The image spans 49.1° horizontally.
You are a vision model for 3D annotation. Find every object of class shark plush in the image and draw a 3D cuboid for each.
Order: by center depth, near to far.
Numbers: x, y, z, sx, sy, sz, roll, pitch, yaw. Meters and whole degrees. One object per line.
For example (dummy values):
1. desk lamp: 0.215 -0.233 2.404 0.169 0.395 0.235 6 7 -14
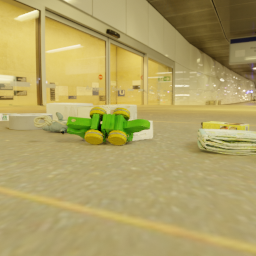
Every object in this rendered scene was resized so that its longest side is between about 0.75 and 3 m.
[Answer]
1. shark plush: -1.963 0.080 8.892 1.468 0.667 0.611 23 34 17

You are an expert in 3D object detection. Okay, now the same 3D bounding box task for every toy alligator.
1. toy alligator: -0.855 0.032 6.918 2.844 0.843 0.772 1 -34 9

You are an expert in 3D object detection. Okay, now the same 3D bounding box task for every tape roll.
1. tape roll: -3.630 -0.258 10.525 1.573 0.520 1.573 -1 5 0

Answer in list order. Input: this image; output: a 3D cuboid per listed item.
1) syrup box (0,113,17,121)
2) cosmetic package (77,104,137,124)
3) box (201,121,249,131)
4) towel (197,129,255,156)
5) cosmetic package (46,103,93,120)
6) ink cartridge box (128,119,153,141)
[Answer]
1. syrup box: -6.033 -0.546 14.044 0.889 0.350 0.362 -2 6 -18
2. cosmetic package: -0.659 -0.381 9.981 1.287 0.870 2.447 2 6 20
3. box: 3.023 0.006 8.820 0.527 0.351 1.400 -6 8 -42
4. towel: 2.245 0.284 6.133 1.397 0.393 1.632 4 7 11
5. cosmetic package: -2.814 -0.766 13.489 2.116 0.898 1.139 4 8 36
6. ink cartridge box: -0.015 0.022 7.872 0.891 0.503 1.214 -4 7 -43
